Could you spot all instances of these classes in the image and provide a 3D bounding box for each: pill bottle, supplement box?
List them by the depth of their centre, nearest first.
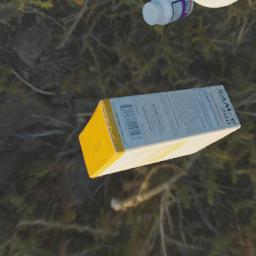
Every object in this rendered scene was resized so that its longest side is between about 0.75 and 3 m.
[{"bbox_3d":[0.610,0.065,6.002,2.886,1.819,1.061,-10,72,-26],"label":"supplement box"},{"bbox_3d":[0.977,-2.974,6.947,1.245,0.693,0.693,-31,76,-31],"label":"pill bottle"}]

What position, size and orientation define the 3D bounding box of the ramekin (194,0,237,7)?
[{"bbox_3d":[1.641,-2.980,5.094,1.356,0.632,1.356,1,92,18],"label":"ramekin"}]
